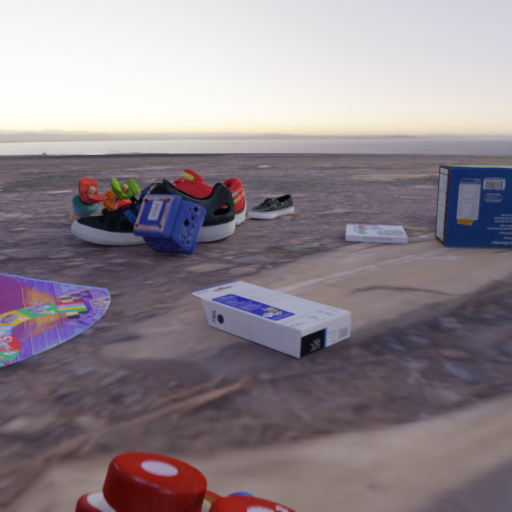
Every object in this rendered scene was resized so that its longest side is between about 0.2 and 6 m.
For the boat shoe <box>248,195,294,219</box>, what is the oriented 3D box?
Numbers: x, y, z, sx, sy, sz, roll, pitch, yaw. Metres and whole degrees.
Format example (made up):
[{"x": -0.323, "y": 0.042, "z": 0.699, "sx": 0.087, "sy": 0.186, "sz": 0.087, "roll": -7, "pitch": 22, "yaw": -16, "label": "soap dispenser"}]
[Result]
[{"x": 0.377, "y": -1.254, "z": 14.235, "sx": 0.580, "sy": 0.478, "sz": 1.689, "roll": 9, "pitch": 16, "yaw": 35, "label": "boat shoe"}]

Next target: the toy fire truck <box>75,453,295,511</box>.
[{"x": -0.114, "y": 1.394, "z": 2.551, "sx": 1.356, "sy": 0.760, "sz": 1.138, "roll": 10, "pitch": -8, "yaw": 34, "label": "toy fire truck"}]

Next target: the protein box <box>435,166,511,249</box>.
[{"x": 4.290, "y": -0.954, "z": 10.702, "sx": 1.465, "sy": 1.476, "sz": 0.996, "roll": 2, "pitch": 13, "yaw": 7, "label": "protein box"}]

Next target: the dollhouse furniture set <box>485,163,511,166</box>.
[{"x": 9.692, "y": -2.959, "z": 21.292, "sx": 1.903, "sy": 0.980, "sz": 1.882, "roll": 0, "pitch": 2, "yaw": 1, "label": "dollhouse furniture set"}]

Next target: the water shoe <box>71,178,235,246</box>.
[{"x": -2.001, "y": -0.912, "z": 11.030, "sx": 3.161, "sy": 1.248, "sz": 1.130, "roll": -2, "pitch": 13, "yaw": -10, "label": "water shoe"}]

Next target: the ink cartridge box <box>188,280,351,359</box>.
[{"x": 0.104, "y": 0.659, "z": 6.287, "sx": 0.869, "sy": 0.342, "sz": 1.747, "roll": -13, "pitch": 20, "yaw": -43, "label": "ink cartridge box"}]

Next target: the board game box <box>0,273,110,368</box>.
[{"x": -4.243, "y": 0.285, "z": 6.592, "sx": 4.763, "sy": 0.927, "sz": 3.763, "roll": 6, "pitch": 14, "yaw": 24, "label": "board game box"}]

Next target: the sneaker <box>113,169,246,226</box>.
[{"x": -1.694, "y": -1.276, "z": 12.460, "sx": 3.082, "sy": 1.309, "sz": 1.187, "roll": -6, "pitch": 13, "yaw": -27, "label": "sneaker"}]

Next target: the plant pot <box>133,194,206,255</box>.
[{"x": -1.558, "y": -0.596, "z": 9.804, "sx": 0.915, "sy": 0.915, "sz": 0.823, "roll": 6, "pitch": -18, "yaw": 33, "label": "plant pot"}]

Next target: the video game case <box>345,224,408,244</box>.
[{"x": 2.451, "y": -0.463, "z": 11.533, "sx": 1.194, "sy": 0.155, "sz": 1.311, "roll": 2, "pitch": 13, "yaw": 9, "label": "video game case"}]

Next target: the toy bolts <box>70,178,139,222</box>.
[{"x": -3.535, "y": -1.044, "z": 13.152, "sx": 1.569, "sy": 1.088, "sz": 1.499, "roll": 1, "pitch": 49, "yaw": -43, "label": "toy bolts"}]
